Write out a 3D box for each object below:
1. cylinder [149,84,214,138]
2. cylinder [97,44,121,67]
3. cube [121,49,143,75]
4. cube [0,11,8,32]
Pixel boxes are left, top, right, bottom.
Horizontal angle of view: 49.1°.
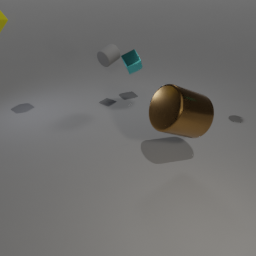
[{"bbox_3d":[1.577,-0.472,8.369,1.400,1.400,1.400,11,19,-35],"label":"cylinder"},{"bbox_3d":[-0.785,-2.966,11.447,0.700,0.700,0.700,23,53,36],"label":"cylinder"},{"bbox_3d":[0.189,-3.001,12.756,0.700,0.700,0.700,-27,69,2],"label":"cube"},{"bbox_3d":[-4.632,-3.633,9.358,0.700,0.700,0.700,50,28,1],"label":"cube"}]
